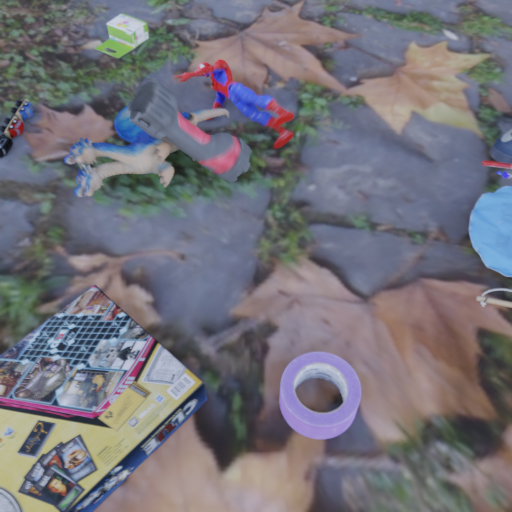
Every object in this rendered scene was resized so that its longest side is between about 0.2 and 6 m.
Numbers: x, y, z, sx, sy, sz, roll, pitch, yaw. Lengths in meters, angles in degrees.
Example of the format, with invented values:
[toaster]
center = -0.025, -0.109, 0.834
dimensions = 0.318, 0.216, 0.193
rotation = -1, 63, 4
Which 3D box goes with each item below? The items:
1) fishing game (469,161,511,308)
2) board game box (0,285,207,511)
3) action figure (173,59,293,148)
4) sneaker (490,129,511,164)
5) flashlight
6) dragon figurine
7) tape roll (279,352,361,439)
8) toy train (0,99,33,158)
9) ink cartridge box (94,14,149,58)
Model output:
[fishing game]
center = 4.272, -0.285, 8.667
dimensions = 1.987, 0.431, 2.775
rotation = 7, 59, 6
[board game box]
center = -2.508, 2.052, 6.690
dimensions = 2.199, 0.562, 3.246
rotation = 36, 60, 25
[action figure]
center = -0.555, -2.842, 10.410
dimensions = 1.239, 0.817, 2.503
rotation = -31, 59, -20
[sneaker]
center = 5.116, -2.354, 9.942
dimensions = 2.266, 0.930, 0.795
rotation = -28, 57, -20
[flashlight]
center = -0.976, -1.957, 8.821
dimensions = 0.765, 2.250, 0.762
rotation = -34, 54, 19
[dragon figurine]
center = -1.819, -2.064, 9.611
dimensions = 1.568, 0.928, 3.155
rotation = 21, 53, 23
[tape roll]
center = 0.792, 1.743, 7.030
dimensions = 0.997, 0.424, 0.997
rotation = 0, 51, 0
[toy train]
center = -4.515, -2.381, 10.392
dimensions = 0.361, 0.269, 1.578
rotation = 8, 53, 2
[ink cartridge box]
center = -2.961, -4.803, 12.231
dimensions = 0.752, 0.385, 1.017
rotation = 27, 55, 20
